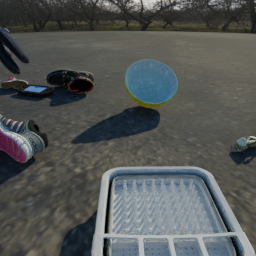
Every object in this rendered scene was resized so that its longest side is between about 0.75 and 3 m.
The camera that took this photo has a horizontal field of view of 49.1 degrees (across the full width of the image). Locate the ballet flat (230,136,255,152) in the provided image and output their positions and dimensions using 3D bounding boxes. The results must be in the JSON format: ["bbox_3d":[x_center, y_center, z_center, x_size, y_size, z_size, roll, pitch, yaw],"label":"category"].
[{"bbox_3d":[3.539,0.424,8.368,1.059,0.399,0.359,-10,44,-21],"label":"ballet flat"}]

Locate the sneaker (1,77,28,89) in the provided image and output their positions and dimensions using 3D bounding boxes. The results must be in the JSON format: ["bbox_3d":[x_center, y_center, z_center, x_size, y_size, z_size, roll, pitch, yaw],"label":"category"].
[{"bbox_3d":[-5.803,-2.370,14.629,1.387,0.494,0.780,0,27,5],"label":"sneaker"}]

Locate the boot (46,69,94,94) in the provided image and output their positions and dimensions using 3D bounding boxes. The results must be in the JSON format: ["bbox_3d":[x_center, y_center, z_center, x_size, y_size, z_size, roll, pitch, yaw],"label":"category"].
[{"bbox_3d":[-2.883,-2.334,14.103,2.493,0.912,1.877,1,22,-12],"label":"boot"}]

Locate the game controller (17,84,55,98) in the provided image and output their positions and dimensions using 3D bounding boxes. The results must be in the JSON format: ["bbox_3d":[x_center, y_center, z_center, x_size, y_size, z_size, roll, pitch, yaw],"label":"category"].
[{"bbox_3d":[-4.457,-1.813,13.513,1.787,0.376,0.932,9,25,21],"label":"game controller"}]

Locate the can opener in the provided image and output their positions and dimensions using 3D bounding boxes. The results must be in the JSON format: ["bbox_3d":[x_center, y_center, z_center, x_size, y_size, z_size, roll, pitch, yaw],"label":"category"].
[{"bbox_3d":[-2.356,-1.562,5.342,1.865,0.591,0.733,36,9,40],"label":"can opener"}]

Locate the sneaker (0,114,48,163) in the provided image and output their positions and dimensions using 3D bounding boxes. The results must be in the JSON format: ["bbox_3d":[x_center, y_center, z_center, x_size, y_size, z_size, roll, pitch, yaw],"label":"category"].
[{"bbox_3d":[-3.290,0.164,8.395,2.542,0.938,1.112,25,33,37],"label":"sneaker"}]

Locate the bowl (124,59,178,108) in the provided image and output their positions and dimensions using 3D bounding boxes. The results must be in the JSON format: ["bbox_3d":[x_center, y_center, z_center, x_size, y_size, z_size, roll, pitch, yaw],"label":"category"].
[{"bbox_3d":[0.857,-1.654,11.793,2.216,1.193,2.216,4,63,-8],"label":"bowl"}]

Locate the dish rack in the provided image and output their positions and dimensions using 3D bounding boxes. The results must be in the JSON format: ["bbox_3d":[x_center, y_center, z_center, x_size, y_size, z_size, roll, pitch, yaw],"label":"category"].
[{"bbox_3d":[0.665,1.697,5.249,2.462,0.625,2.869,-1,24,0],"label":"dish rack"}]
